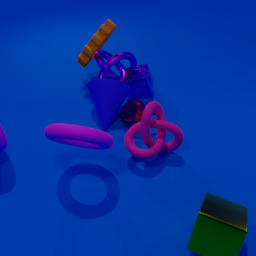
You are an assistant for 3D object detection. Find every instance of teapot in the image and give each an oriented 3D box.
[{"bbox_3d":[0.276,-0.426,8.655,1.421,0.696,0.883,-6,72,35],"label":"teapot"}]

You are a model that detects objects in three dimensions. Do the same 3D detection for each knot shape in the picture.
[{"bbox_3d":[0.697,0.023,7.553,1.584,1.482,0.732,-5,8,-18],"label":"knot shape"},{"bbox_3d":[-0.515,-2.004,10.150,1.745,0.806,1.633,15,77,-21],"label":"knot shape"}]

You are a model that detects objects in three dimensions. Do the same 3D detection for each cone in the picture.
[{"bbox_3d":[-0.670,-0.605,8.796,1.412,1.412,1.417,4,76,4],"label":"cone"}]

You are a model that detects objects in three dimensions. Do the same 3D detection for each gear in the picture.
[{"bbox_3d":[-1.132,-3.006,10.033,0.349,1.885,1.885,38,46,-10],"label":"gear"}]

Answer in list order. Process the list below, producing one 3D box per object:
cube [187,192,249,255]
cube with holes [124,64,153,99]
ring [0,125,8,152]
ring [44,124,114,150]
[{"bbox_3d":[1.842,2.044,5.718,0.918,0.918,0.918,18,20,19],"label":"cube"},{"bbox_3d":[0.381,-1.611,9.729,0.790,0.790,0.790,-9,46,17],"label":"cube with holes"},{"bbox_3d":[-3.847,-0.276,7.339,0.417,2.083,2.083,-34,53,-29],"label":"ring"},{"bbox_3d":[-1.161,0.229,6.745,1.660,1.660,0.332,7,79,8],"label":"ring"}]
